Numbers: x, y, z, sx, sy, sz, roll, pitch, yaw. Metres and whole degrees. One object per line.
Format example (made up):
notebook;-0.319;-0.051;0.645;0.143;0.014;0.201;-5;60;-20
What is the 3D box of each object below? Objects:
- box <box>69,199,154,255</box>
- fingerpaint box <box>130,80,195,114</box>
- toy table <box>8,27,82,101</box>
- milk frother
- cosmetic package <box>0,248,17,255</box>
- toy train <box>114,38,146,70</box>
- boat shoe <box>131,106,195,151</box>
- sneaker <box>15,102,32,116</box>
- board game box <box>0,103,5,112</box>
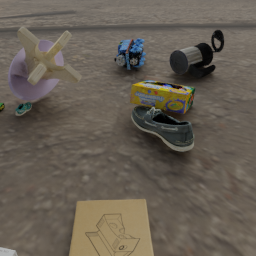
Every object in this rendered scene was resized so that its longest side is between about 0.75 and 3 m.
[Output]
box;-0.335;2.342;5.876;1.675;0.218;2.049;-1;33;-2
fingerpaint box;1.335;-1.239;10.499;2.037;0.747;1.700;13;21;20
toy table;-3.304;-2.566;10.977;1.743;2.735;2.975;-18;52;49
milk frother;3.352;-3.631;13.385;1.916;2.037;1.838;-24;44;-31
cosmetic package;-2.524;2.757;5.084;0.545;0.383;1.075;6;33;10
toy train;0.132;-3.899;14.722;1.459;1.107;2.553;-3;34;12
boat shoe;1.078;-0.271;9.202;1.043;0.885;2.865;-21;35;-25
sneaker;-3.919;-0.771;10.524;0.333;0.342;0.860;8;33;12
board game box;-5.822;-0.635;10.432;2.052;0.241;1.075;2;31;3
